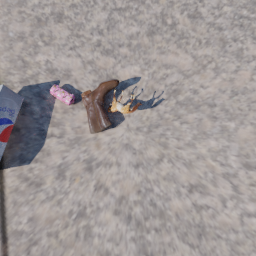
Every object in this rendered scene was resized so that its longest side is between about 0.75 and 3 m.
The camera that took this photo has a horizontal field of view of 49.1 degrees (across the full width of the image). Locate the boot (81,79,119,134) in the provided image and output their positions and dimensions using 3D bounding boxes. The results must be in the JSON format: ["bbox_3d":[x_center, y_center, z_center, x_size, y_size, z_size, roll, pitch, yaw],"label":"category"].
[{"bbox_3d":[-0.682,-0.615,8.390,1.354,0.467,1.453,-25,64,16],"label":"boot"}]

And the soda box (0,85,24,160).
[{"bbox_3d":[-3.823,0.050,7.816,0.839,0.780,2.458,-7,59,33],"label":"soda box"}]

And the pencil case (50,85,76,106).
[{"bbox_3d":[-2.039,-1.035,8.733,0.820,0.339,0.355,31,55,13],"label":"pencil case"}]

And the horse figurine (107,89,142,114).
[{"bbox_3d":[-0.139,-0.699,8.277,1.111,0.277,0.736,22,96,31],"label":"horse figurine"}]
